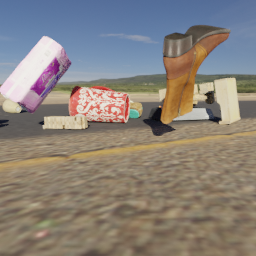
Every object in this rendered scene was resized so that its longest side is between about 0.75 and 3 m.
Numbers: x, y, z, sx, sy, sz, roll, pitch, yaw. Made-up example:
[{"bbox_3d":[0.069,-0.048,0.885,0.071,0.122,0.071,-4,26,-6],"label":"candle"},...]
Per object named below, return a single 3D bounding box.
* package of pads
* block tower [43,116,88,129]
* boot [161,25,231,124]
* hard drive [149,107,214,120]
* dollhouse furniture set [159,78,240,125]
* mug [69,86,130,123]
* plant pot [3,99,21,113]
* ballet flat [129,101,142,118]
[{"bbox_3d":[-2.854,-1.641,8.866,0.857,2.264,1.364,35,-8,8],"label":"package of pads"},{"bbox_3d":[-2.237,-0.201,9.924,1.543,0.446,0.417,-1,7,14],"label":"block tower"},{"bbox_3d":[1.659,-1.303,6.876,2.032,2.158,0.739,-30,41,-33],"label":"boot"},{"bbox_3d":[2.457,-0.686,13.070,2.607,0.552,1.758,-2,8,-17],"label":"hard drive"},{"bbox_3d":[3.205,-1.042,12.139,2.738,1.781,2.515,-5,6,40],"label":"dollhouse furniture set"},{"bbox_3d":[-1.091,-1.147,11.848,2.271,2.016,1.515,6,-23,11],"label":"mug"},{"bbox_3d":[-6.660,-1.196,16.302,0.886,0.830,0.830,20,17,30],"label":"plant pot"},{"bbox_3d":[-0.487,-1.057,13.941,2.628,0.891,0.950,4,42,22],"label":"ballet flat"}]
